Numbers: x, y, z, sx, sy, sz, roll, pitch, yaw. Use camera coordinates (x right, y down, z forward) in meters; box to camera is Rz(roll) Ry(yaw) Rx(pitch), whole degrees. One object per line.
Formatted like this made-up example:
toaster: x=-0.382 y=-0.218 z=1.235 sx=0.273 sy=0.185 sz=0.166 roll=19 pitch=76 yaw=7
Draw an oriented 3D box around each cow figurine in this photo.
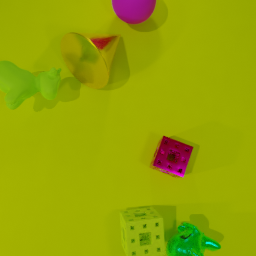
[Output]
cow figurine: x=-2.384 y=-1.125 z=6.546 sx=1.495 sy=0.821 sz=1.471 roll=41 pitch=68 yaw=-6

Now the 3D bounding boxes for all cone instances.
cone: x=-0.637 y=-2.044 z=7.150 sx=1.509 sy=1.509 sz=1.515 roll=39 pitch=58 yaw=7

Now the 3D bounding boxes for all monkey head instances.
monkey head: x=1.408 y=2.668 z=6.083 sx=1.105 sy=1.536 sz=0.926 roll=25 pitch=55 yaw=2

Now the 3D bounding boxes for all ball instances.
ball: x=0.149 y=-3.203 z=7.040 sx=1.121 sy=1.121 sz=1.121 roll=0 pitch=79 yaw=0

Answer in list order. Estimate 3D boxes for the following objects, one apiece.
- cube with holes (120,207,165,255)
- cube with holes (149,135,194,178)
cube with holes: x=0.297 y=2.299 z=6.187 sx=0.797 sy=0.797 sz=0.797 roll=-4 pitch=91 yaw=-11
cube with holes: x=1.009 y=0.704 z=6.655 sx=0.737 sy=0.737 sz=0.737 roll=21 pitch=79 yaw=3
